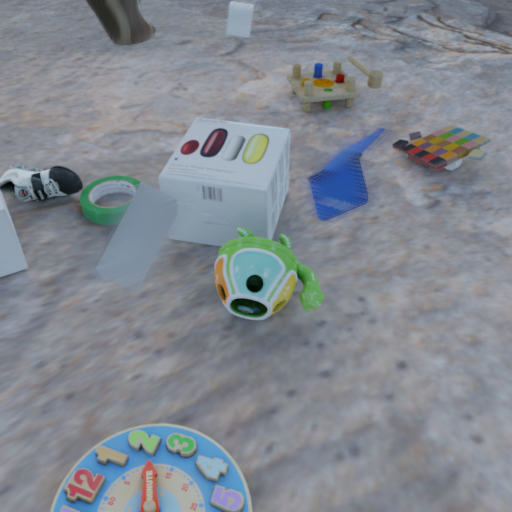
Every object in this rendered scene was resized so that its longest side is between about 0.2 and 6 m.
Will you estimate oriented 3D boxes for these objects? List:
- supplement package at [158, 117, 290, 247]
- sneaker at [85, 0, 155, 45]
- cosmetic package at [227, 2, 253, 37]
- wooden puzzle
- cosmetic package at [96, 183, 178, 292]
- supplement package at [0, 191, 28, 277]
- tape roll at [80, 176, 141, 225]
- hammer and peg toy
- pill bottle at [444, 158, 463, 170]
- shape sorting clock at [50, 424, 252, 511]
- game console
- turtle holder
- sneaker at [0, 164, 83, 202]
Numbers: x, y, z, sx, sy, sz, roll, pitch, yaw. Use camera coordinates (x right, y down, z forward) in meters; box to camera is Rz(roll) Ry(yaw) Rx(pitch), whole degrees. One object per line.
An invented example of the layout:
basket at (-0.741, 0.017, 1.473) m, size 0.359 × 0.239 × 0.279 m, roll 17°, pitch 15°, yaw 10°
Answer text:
supplement package at (-0.511, -1.407, 10.852) m, size 2.011 × 1.547 × 2.103 m, roll 9°, pitch 44°, yaw 10°
sneaker at (-2.375, -4.365, 9.385) m, size 0.739 × 0.689 × 1.957 m, roll -20°, pitch 80°, yaw -37°
cosmetic package at (-0.349, -5.058, 11.981) m, size 0.497 × 0.597 × 0.500 m, roll 6°, pitch 30°, yaw -4°
wooden puzzle at (4.183, -2.440, 12.511) m, size 1.388 × 0.164 × 2.341 m, roll -26°, pitch 31°, yaw -6°
cosmetic package at (-1.412, -0.213, 6.783) m, size 0.536 × 0.634 × 1.188 m, roll 22°, pitch 75°, yaw -1°
supplement package at (-5.384, -0.534, 9.972) m, size 1.870 × 1.438 × 1.956 m, roll -20°, pitch 46°, yaw -21°
tape roll at (-2.922, -1.158, 11.510) m, size 1.313 × 0.316 × 1.313 m, roll 0°, pitch 42°, yaw 0°
hammer and peg toy at (2.087, -4.591, 14.949) m, size 2.281 × 0.805 × 1.678 m, roll -9°, pitch 41°, yaw -10°
pill bottle at (4.462, -2.255, 12.639) m, size 0.425 × 0.425 × 0.779 m, roll 19°, pitch 46°, yaw 20°
shape sorting clock at (-1.249, 3.097, 6.695) m, size 2.413 × 0.473 × 2.413 m, roll 0°, pitch 42°, yaw 0°
game console at (1.209, -1.020, 7.171) m, size 0.629 × 1.063 × 0.908 m, roll -11°, pitch 85°, yaw -26°
turtle holder at (0.121, 0.455, 9.182) m, size 1.704 × 1.295 × 1.210 m, roll 31°, pitch 46°, yaw -21°
sneaker at (-4.490, -1.405, 11.554) m, size 1.872 × 0.694 × 0.828 m, roll 4°, pitch 41°, yaw 19°
